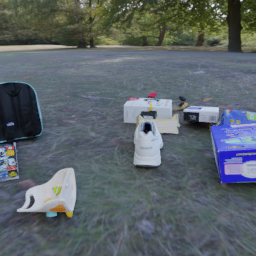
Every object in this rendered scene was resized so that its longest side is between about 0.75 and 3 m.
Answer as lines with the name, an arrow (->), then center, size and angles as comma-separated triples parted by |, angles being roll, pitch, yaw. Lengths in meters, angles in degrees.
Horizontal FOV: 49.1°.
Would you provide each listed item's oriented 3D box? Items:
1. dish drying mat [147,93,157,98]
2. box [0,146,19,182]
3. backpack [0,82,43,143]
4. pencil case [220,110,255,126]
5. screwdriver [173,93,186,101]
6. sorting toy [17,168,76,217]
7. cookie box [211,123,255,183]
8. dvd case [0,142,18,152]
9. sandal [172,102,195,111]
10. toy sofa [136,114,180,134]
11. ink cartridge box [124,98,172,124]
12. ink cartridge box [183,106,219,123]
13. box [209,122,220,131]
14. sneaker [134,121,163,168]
dish drying mat -> 1.489, -2.020, 17.180 | 0.382, 0.090, 0.994 | 6, 22, 17
box -> -3.913, 1.074, 8.301 | 1.192, 0.347, 1.741 | -8, 22, -22
backpack -> -4.243, -0.664, 10.434 | 1.876, 2.134, 1.636 | -10, 15, -21
pencil case -> 4.824, -0.082, 10.317 | 2.795, 1.091, 1.214 | 4, 49, 10
screwdriver -> 3.007, -1.872, 16.593 | 0.241, 0.231, 1.654 | 27, 11, -20
sorting toy -> -1.875, 1.615, 6.486 | 1.202, 0.713, 1.335 | -8, 21, 1
cookie box -> 3.595, 0.596, 7.978 | 2.205, 0.969, 2.578 | -5, 13, 14
dvd case -> -4.396, 0.728, 9.627 | 1.134, 0.091, 0.843 | -9, 20, -21
sandal -> 2.766, -1.123, 14.284 | 1.389, 0.375, 0.558 | -4, 20, -10
toy sofa -> 1.179, -0.117, 11.295 | 1.693, 0.826, 0.701 | -3, -5, -7
ink cartridge box -> 0.943, -0.773, 12.641 | 2.024, 0.838, 1.475 | 4, 20, 11
ink cartridge box -> 3.279, -0.648, 12.344 | 1.350, 0.529, 2.851 | 4, 11, 18
box -> 3.907, -0.042, 11.347 | 1.116, 0.359, 0.391 | -4, 20, -9
sneaker -> 0.701, 0.243, 9.325 | 1.051, 1.228, 2.820 | 0, 19, 1
